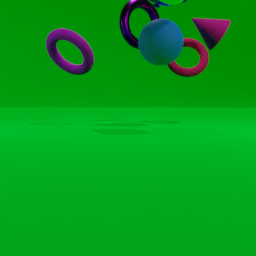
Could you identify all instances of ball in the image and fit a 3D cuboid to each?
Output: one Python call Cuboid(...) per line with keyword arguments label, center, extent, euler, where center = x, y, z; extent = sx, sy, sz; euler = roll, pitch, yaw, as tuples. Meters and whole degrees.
Cuboid(label="ball", center=(1.005, -2.619, 8.602), extent=(1.374, 1.374, 1.374), euler=(0, 5, 0))

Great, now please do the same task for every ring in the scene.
Cuboid(label="ring", center=(0.504, -4.108, 11.089), extent=(1.952, 1.952, 0.390), euler=(-3, 10, -34))
Cuboid(label="ring", center=(2.267, -2.719, 10.769), extent=(1.659, 1.659, 0.332), euler=(0, -18, 2))
Cuboid(label="ring", center=(-1.933, -2.497, 9.323), extent=(1.731, 1.731, 0.346), euler=(3, 49, 30))

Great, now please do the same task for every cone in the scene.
Cuboid(label="cone", center=(2.574, -3.352, 9.289), extent=(1.107, 1.103, 1.103), euler=(29, 2, -6))

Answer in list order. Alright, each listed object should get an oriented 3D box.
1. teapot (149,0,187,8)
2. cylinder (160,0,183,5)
Cuboid(label="teapot", center=(0.887, -3.929, 7.979), extent=(1.892, 0.926, 1.176), euler=(3, 40, -19))
Cuboid(label="cylinder", center=(1.106, -3.364, 5.692), extent=(1.205, 1.205, 1.205), euler=(-2, -3, -26))
